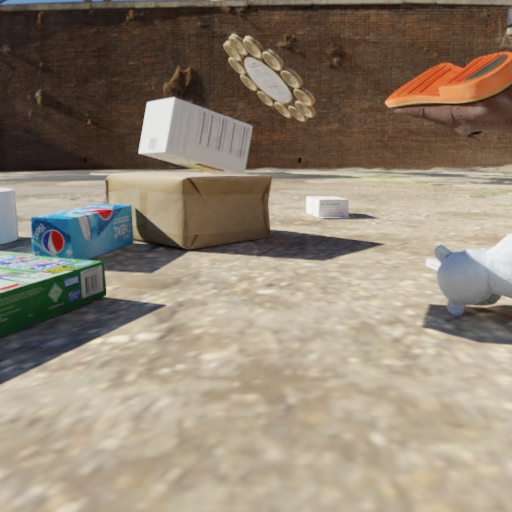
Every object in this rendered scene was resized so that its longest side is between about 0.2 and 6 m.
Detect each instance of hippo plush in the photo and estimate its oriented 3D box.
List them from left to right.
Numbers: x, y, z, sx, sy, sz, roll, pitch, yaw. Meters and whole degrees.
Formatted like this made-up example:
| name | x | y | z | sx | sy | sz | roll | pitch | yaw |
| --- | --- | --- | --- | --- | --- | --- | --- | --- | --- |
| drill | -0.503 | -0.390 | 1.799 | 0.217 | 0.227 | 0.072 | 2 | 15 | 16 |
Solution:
| name | x | y | z | sx | sy | sz | roll | pitch | yaw |
| --- | --- | --- | --- | --- | --- | --- | --- | --- | --- |
| hippo plush | 2.917 | 0.345 | 6.560 | 1.405 | 1.392 | 1.748 | -26 | -16 | 39 |

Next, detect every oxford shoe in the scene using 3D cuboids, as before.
| name | x | y | z | sx | sy | sz | roll | pitch | yaw |
| --- | --- | --- | --- | --- | --- | --- | --- | --- | --- |
| oxford shoe | 3.473 | -2.676 | 10.127 | 1.255 | 1.279 | 3.525 | -36 | 18 | -2 |

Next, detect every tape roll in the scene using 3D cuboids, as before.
| name | x | y | z | sx | sy | sz | roll | pitch | yaw |
| --- | --- | --- | --- | --- | --- | --- | --- | --- | --- |
| tape roll | -6.048 | -0.865 | 12.058 | 1.635 | 1.122 | 1.635 | -1 | 11 | 0 |

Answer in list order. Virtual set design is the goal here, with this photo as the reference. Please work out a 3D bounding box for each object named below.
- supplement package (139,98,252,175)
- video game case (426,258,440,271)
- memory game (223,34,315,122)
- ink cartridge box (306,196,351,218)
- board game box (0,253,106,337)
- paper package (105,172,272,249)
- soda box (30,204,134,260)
| name | x | y | z | sx | sy | sz | roll | pitch | yaw |
| --- | --- | --- | --- | --- | --- | --- | --- | --- | --- |
| supplement package | -0.777 | -1.529 | 7.363 | 1.259 | 0.689 | 0.716 | 10 | 1 | -40 |
| video game case | 3.717 | 0.210 | 9.082 | 1.417 | 0.168 | 1.289 | -2 | 11 | -14 |
| memory game | 0.293 | -3.811 | 12.103 | 2.503 | 0.159 | 2.503 | 39 | -5 | 4 |
| ink cartridge box | 2.140 | -1.440 | 16.507 | 0.937 | 0.543 | 1.609 | -2 | 11 | -11 |
| board game box | -3.864 | 0.558 | 6.349 | 2.479 | 0.536 | 3.684 | 5 | 12 | 22 |
| paper package | -1.466 | -1.138 | 12.546 | 2.807 | 1.452 | 2.675 | 9 | 14 | 43 |
| soda box | -3.236 | -0.468 | 10.734 | 0.798 | 0.844 | 2.488 | 2 | 11 | 11 |
